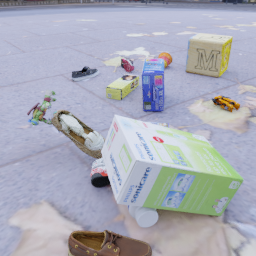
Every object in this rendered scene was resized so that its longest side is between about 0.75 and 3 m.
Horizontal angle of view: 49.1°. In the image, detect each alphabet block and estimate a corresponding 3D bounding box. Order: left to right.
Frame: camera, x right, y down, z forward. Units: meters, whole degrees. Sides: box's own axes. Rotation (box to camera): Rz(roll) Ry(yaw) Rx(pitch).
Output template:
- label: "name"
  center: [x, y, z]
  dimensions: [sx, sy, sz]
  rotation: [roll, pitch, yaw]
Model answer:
- label: "alphabet block"
  center: [4.744, -4.316, 16.426]
  dimensions: [2.063, 2.025, 2.015]
  rotation: [17, 35, 27]

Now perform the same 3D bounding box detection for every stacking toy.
- label: "stacking toy"
  center: [2.144, -4.015, 17.292]
  dimensions: [0.960, 0.960, 1.314]
  rotation: [12, 47, 21]

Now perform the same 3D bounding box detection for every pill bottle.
- label: "pill bottle"
  center: [0.298, 1.799, 6.908]
  dimensions: [0.697, 0.697, 1.244]
  rotation: [-8, 29, -13]

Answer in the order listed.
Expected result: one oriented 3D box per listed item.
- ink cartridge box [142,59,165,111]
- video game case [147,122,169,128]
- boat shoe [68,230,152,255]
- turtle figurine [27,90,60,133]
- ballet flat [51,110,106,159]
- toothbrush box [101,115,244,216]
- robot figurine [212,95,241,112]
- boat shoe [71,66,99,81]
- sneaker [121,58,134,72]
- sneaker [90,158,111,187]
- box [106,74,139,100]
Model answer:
- label: "ink cartridge box"
  center: [1.125, -1.859, 12.334]
  dimensions: [0.973, 1.740, 2.550]
  rotation: [1, 29, 9]
- label: "video game case"
  center: [0.915, 0.204, 10.151]
  dimensions: [1.162, 0.291, 1.282]
  rotation: [3, 29, 5]
- label: "boat shoe"
  center: [-0.390, 2.475, 5.792]
  dimensions: [1.795, 0.606, 0.646]
  rotation: [3, 30, 6]
- label: "turtle figurine"
  center: [-2.470, -0.532, 8.923]
  dimensions: [1.246, 0.896, 1.208]
  rotation: [-3, 58, 25]
- label: "ballet flat"
  center: [-1.380, 0.211, 8.542]
  dimensions: [2.251, 0.735, 0.794]
  rotation: [33, 68, -5]
- label: "toothbrush box"
  center: [0.984, 0.918, 7.006]
  dimensions: [2.864, 1.233, 2.086]
  rotation: [12, 24, -21]
- label: "robot figurine"
  center: [4.297, -1.106, 12.432]
  dimensions: [0.868, 0.349, 1.198]
  rotation: [-17, 34, -28]
- label: "boat shoe"
  center: [-2.411, -3.165, 15.805]
  dimensions: [1.876, 0.621, 0.656]
  rotation: [-25, 38, -37]
- label: "sneaker"
  center: [0.064, -3.912, 17.071]
  dimensions: [0.649, 0.701, 1.739]
  rotation: [-6, 29, -15]
- label: "sneaker"
  center: [-0.251, 1.199, 8.112]
  dimensions: [1.667, 0.557, 0.893]
  rotation: [-5, 32, -4]
- label: "box"
  center: [-0.232, -2.090, 13.964]
  dimensions: [0.844, 0.562, 2.242]
  rotation: [12, 32, 21]
